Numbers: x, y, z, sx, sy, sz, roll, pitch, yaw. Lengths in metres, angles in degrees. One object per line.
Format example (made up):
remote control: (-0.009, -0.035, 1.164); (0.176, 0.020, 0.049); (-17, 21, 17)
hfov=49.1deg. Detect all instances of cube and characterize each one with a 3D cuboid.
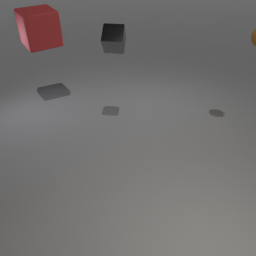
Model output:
cube: (-0.468, -2.962, 9.314); (0.700, 0.700, 0.700); (5, 72, 6)
cube: (-3.616, -4.083, 11.404); (1.400, 1.400, 1.400); (-21, 42, -25)

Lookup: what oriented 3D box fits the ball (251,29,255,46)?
ball: (4.325, -2.927, 8.972); (0.700, 0.700, 0.700); (0, 30, 0)
